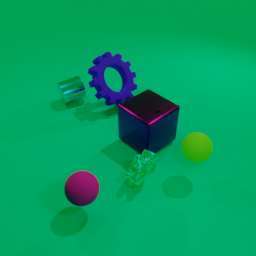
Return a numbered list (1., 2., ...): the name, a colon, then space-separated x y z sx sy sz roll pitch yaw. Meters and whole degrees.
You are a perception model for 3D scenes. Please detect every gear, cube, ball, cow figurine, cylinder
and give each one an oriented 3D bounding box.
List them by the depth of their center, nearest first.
1. ball: -0.949 1.245 5.781 0.720 0.720 0.720 0 36 0
2. ball: 1.603 0.453 6.501 0.704 0.704 0.704 0 36 0
3. cow figurine: 0.331 0.978 6.896 0.581 1.042 1.059 31 76 12
4. cube: 0.553 -0.150 7.843 1.214 1.214 1.214 -30 49 -31
5. gear: -0.481 -1.633 9.400 1.783 1.783 0.330 -33 12 -37
6. cylinder: -1.984 -1.335 9.853 0.798 0.798 0.798 -24 42 -18
